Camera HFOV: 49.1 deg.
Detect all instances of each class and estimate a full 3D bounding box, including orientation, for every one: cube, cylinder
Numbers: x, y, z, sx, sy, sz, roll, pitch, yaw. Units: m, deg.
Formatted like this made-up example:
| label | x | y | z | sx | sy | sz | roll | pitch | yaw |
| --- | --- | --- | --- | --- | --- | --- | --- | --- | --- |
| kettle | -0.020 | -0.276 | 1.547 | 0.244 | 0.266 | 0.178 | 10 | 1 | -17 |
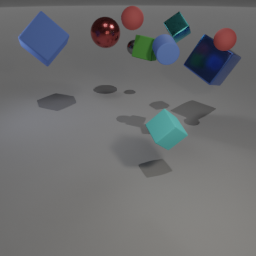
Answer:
| label | x | y | z | sx | sy | sz | roll | pitch | yaw |
| --- | --- | --- | --- | --- | --- | --- | --- | --- | --- |
| cube | 1.031 | 0.050 | 7.524 | 0.700 | 0.700 | 0.700 | 29 | 27 | -47 |
| cube | 3.358 | -2.654 | 11.145 | 1.400 | 1.400 | 1.400 | 44 | 27 | 21 |
| cube | -3.428 | -3.589 | 11.489 | 1.400 | 1.400 | 1.400 | -53 | 15 | -7 |
| cube | 0.613 | -2.648 | 9.270 | 0.700 | 0.700 | 0.700 | 18 | 20 | 15 |
| cube | 1.856 | -3.761 | 10.513 | 0.700 | 0.700 | 0.700 | -32 | -12 | 14 |
| cylinder | 1.138 | -2.373 | 8.467 | 0.700 | 0.700 | 0.700 | -3 | 39 | -6 |

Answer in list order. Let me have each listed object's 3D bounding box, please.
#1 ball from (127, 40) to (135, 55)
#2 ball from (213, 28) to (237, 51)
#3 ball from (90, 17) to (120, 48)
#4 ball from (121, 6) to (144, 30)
| label | x | y | z | sx | sy | sz | roll | pitch | yaw |
| --- | --- | --- | --- | --- | --- | --- | --- | --- | --- |
| ball | 0.294 | -3.832 | 13.326 | 0.700 | 0.700 | 0.700 | 0 | 27 | 0 |
| ball | 3.086 | -2.817 | 8.915 | 0.700 | 0.700 | 0.700 | 0 | 27 | 0 |
| ball | -1.059 | -4.478 | 13.157 | 1.400 | 1.400 | 1.400 | 0 | 27 | 0 |
| ball | 0.136 | -3.371 | 8.600 | 0.700 | 0.700 | 0.700 | 0 | 27 | 0 |
